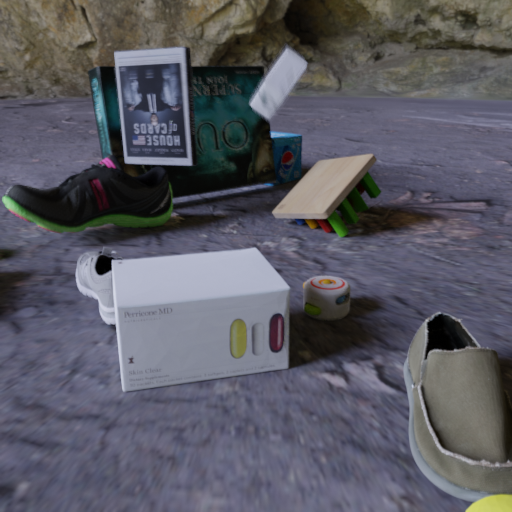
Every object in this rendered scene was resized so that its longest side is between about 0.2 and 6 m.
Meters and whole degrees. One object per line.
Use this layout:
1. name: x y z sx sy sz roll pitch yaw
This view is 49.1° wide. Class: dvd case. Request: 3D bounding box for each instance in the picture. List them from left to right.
1. dvd case: -1.852 -2.724 10.367 1.554 2.068 0.256 6 18 24

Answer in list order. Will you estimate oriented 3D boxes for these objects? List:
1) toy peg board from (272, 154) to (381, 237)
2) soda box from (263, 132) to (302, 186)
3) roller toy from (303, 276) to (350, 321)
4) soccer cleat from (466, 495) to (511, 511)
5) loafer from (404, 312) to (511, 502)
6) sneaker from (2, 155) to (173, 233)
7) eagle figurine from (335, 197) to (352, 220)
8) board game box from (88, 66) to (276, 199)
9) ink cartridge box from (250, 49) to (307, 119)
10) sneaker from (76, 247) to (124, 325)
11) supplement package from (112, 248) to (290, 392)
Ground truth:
1. toy peg board: 1.396 -1.048 10.454 1.573 0.769 1.566 -48 26 -21
2. soda box: -0.616 -2.809 15.206 3.732 1.197 1.266 16 25 37
3. roller toy: 0.883 0.501 7.009 0.577 0.442 0.633 1 20 2
4. soccer cleat: 1.663 1.851 1.809 1.058 1.369 3.272 -1 20 -4
5. loafer: 1.669 1.144 4.712 0.823 0.762 2.187 1 20 2
6. sneaker: -2.900 -1.166 9.930 3.127 1.310 1.200 -9 27 -43
7. eagle figurine: 1.833 -1.149 11.331 0.783 0.779 1.032 -23 22 28
8. board game box: -1.405 -2.686 12.218 4.074 2.755 0.574 -14 12 -35
9. ink cartridge box: 0.269 -2.129 6.974 0.319 0.555 0.760 34 -14 -8
10. sneaker: -1.909 0.200 7.361 0.701 0.769 1.875 -11 23 -29
11. supplement package: -0.630 0.601 5.980 1.691 0.938 1.317 -6 20 -14
